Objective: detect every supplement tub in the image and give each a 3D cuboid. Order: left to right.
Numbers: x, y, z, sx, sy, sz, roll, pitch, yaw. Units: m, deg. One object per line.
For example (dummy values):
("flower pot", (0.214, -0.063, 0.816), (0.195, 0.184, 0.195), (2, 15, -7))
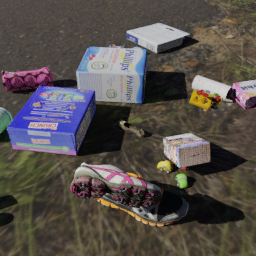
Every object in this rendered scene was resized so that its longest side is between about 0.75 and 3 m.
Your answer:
("supplement tub", (-4.768, -0.139, 9.993), (0.763, 0.763, 1.157), (11, 40, 13))

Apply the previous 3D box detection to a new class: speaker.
("speaker", (3.620, -1.723, 12.088), (1.630, 0.662, 0.662), (27, 46, 31))

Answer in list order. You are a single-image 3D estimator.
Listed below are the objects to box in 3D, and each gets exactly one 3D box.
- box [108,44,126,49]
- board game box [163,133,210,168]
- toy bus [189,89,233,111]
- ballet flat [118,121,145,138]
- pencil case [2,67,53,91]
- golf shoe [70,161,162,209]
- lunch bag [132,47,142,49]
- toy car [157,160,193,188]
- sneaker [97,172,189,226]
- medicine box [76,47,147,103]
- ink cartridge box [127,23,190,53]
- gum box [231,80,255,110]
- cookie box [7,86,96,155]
("box", (-0.631, -4.101, 15.205), (0.937, 0.536, 1.029), (3, 39, 2))
("board game box", (1.794, 0.660, 8.715), (1.009, 0.613, 1.266), (-9, 14, -11))
("toy bus", (2.130, -0.707, 7.511), (0.900, 0.493, 0.954), (9, 20, -25))
("ballet flat", (0.138, -0.015, 10.221), (1.202, 0.279, 0.405), (29, 47, 32))
("pencil case", (-4.431, -2.210, 12.443), (2.116, 0.991, 0.960), (-11, 40, -15))
("golf shoe", (-0.202, 1.174, 6.221), (1.997, 0.725, 0.919), (12, 40, -1))
("lunch bag", (0.458, -4.199, 15.510), (0.653, 0.335, 0.812), (34, 50, 31))
("toy car", (1.568, 1.334, 8.518), (1.185, 0.264, 1.115), (-6, 38, -7))
("sneaker", (0.294, 1.747, 7.405), (2.626, 1.014, 1.028), (12, 38, 12))
("medicine box", (-0.588, -2.379, 12.302), (2.758, 1.420, 2.512), (3, 39, 4))
("ink cartridge box", (1.823, -5.522, 16.981), (2.791, 0.604, 2.740), (-25, 44, -31))
("gum box", (5.422, -1.452, 11.734), (1.995, 0.660, 1.132), (-10, 39, -13))
("cookie box", (-2.573, -0.363, 10.057), (2.311, 1.015, 2.702), (6, 39, 7))
